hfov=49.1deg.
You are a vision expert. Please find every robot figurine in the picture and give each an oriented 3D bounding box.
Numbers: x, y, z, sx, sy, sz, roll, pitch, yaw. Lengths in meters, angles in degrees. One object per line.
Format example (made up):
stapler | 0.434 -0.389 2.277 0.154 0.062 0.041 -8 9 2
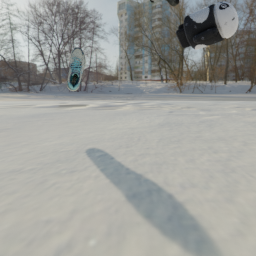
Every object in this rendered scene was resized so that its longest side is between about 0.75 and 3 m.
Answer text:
robot figurine | 2.673 -3.457 9.524 2.006 1.507 1.251 -13 -16 34

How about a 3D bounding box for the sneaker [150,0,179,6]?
sneaker | 0.808 -3.096 6.602 0.395 1.053 0.608 18 -40 -42

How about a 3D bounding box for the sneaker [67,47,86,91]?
sneaker | -1.523 -1.746 8.381 0.509 1.311 0.566 6 11 -15
